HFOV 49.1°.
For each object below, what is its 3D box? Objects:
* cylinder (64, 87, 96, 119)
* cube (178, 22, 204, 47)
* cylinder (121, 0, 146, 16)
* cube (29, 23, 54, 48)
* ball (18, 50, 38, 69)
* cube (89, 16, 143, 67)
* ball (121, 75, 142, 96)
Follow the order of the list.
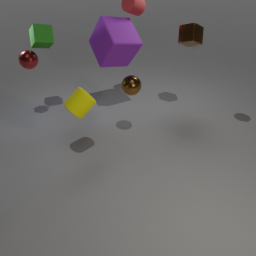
[{"bbox_3d":[-1.441,-0.754,8.420,0.700,0.700,0.700,-47,39,5],"label":"cylinder"},{"bbox_3d":[2.458,-3.627,10.947,0.700,0.700,0.700,7,4,44],"label":"cube"},{"bbox_3d":[0.220,-4.896,11.124,0.700,0.700,0.700,28,21,37],"label":"cylinder"},{"bbox_3d":[-3.239,-3.425,10.477,0.700,0.700,0.700,-7,2,-30],"label":"cube"},{"bbox_3d":[-3.693,-2.538,10.399,0.700,0.700,0.700,0,32,0],"label":"ball"},{"bbox_3d":[-0.521,-3.431,11.235,1.400,1.400,1.400,-11,68,-35],"label":"cube"},{"bbox_3d":[0.119,-1.476,9.717,0.700,0.700,0.700,0,32,0],"label":"ball"}]
